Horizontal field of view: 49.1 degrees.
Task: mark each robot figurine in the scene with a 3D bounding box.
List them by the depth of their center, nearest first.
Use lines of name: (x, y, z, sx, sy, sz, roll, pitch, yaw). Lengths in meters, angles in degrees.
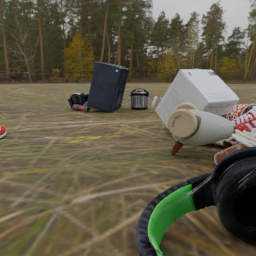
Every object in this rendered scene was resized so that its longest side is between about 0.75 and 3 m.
robot figurine: (-2.313, -1.296, 13.558, 0.924, 0.767, 1.230, 10, 11, 31)

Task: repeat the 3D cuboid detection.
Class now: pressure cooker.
pressure cooker: (0.575, -1.422, 13.618, 0.876, 0.997, 0.890, -7, 13, -33)

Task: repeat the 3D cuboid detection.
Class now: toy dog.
toy dog: (1.723, 0.300, 5.612, 2.274, 1.095, 1.499, 28, 23, 36)

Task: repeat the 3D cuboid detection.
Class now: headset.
headset: (1.454, 0.591, 2.479, 2.873, 1.350, 1.774, -14, 14, -10)

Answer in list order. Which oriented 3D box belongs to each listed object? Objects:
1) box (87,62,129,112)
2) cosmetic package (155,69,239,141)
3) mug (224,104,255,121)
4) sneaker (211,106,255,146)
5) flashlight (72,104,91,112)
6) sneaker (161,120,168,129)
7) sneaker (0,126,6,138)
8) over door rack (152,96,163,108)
box: (-0.887, -1.949, 13.112, 1.263, 2.037, 2.003, 15, 13, 6)
cosmetic package: (1.714, -0.581, 7.156, 1.189, 1.442, 1.190, -9, 53, -35)
mug: (3.639, -0.260, 8.871, 0.836, 1.112, 1.253, -38, 13, -5)
sneaker: (2.893, -0.201, 6.683, 2.240, 1.260, 0.798, 0, 12, 0)
flashlight: (-2.141, -0.887, 12.782, 0.925, 0.313, 0.314, 15, 5, 39)
sneaker: (1.428, -0.297, 8.754, 0.827, 0.648, 1.664, 2, 10, -2)
sneaker: (-3.675, 0.053, 7.304, 0.486, 0.536, 1.262, 3, 12, 17)
over door rack: (2.855, -1.201, 12.112, 2.924, 0.974, 2.160, -2, 11, -32)
